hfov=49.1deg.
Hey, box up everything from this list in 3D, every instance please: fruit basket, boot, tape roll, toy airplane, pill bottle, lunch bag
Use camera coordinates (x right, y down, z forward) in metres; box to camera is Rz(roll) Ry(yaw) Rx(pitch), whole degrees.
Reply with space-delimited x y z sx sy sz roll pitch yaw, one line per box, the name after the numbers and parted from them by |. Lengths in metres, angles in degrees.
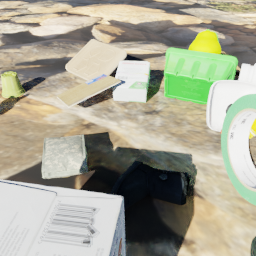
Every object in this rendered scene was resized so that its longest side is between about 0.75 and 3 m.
2.916 -2.479 11.324 2.979 2.149 2.979 -4 47 4 | fruit basket
0.588 1.506 6.696 1.572 0.715 1.871 11 29 23 | boot
3.110 0.488 6.522 0.620 2.581 2.581 -3 34 -12 | tape roll
4.303 -0.279 8.290 2.420 1.707 2.409 -23 0 -22 | toy airplane
5.774 -2.064 11.589 2.177 1.213 1.213 12 36 17 | pill bottle
-1.683 0.864 7.580 1.160 0.832 1.414 -5 29 -8 | lunch bag

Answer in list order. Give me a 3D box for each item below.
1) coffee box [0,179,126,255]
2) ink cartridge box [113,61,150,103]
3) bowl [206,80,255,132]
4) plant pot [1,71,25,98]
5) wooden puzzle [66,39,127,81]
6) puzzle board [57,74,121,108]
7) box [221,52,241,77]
-1.361 2.420 3.881 2.347 2.321 2.344 5 34 9 | coffee box
0.183 -1.935 11.487 1.326 0.798 1.825 4 48 6 | ink cartridge box
3.436 -0.704 9.333 1.702 1.704 0.636 5 5 -2 | bowl
-4.819 -1.831 11.575 0.933 0.857 0.933 0 33 0 | plant pot
-1.468 -3.044 13.107 2.323 0.538 2.151 31 73 32 | wooden puzzle
-1.532 -1.465 10.776 2.188 0.190 1.649 -29 29 -17 | puzzle board
4.186 -3.309 14.273 2.342 0.305 2.866 0 33 -2 | box
